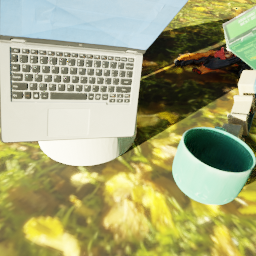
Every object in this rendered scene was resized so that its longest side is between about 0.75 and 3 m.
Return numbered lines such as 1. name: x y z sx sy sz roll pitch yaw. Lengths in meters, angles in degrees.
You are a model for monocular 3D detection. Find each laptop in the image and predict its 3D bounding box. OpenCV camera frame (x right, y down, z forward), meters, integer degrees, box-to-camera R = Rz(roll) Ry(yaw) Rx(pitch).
1. laptop: -0.618 -0.882 4.463 2.607 2.784 1.614 -2 18 -25

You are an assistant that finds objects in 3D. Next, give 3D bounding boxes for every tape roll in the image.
1. tape roll: -1.125 -0.626 7.402 2.787 1.914 2.787 0 37 0

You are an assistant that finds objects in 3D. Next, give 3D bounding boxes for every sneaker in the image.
1. sneaker: 4.572 -1.840 10.035 1.254 0.722 2.405 -1 33 -1

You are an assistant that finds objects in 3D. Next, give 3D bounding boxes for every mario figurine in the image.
1. mario figurine: 4.379 -2.946 11.131 1.789 1.105 0.949 8 39 14

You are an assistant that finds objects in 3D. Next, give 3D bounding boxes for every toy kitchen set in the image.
1. toy kitchen set: 3.780 -0.168 7.340 1.921 1.413 2.398 9 58 35

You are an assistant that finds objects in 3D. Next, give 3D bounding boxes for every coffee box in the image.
1. coffee box: 3.034 -1.621 5.257 2.500 1.537 0.550 12 65 -44

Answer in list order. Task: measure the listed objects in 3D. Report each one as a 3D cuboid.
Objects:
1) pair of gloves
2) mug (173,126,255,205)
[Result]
1. pair of gloves: 3.108 -2.693 11.062 2.094 0.291 2.351 -19 30 -17
2. mug: 1.859 0.832 6.067 1.860 1.150 1.529 -14 41 -35
